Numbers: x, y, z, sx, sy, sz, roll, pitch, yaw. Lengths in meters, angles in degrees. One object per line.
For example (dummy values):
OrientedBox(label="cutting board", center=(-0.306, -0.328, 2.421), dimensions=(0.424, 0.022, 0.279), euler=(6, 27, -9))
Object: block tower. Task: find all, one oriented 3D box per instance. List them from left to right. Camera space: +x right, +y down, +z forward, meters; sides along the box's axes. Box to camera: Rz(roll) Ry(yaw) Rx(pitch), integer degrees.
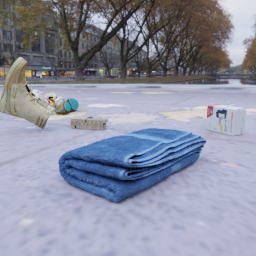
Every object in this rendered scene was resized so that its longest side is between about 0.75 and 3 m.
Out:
OrientedBox(label="block tower", center=(-1.197, -0.133, 8.486), dimensions=(1.148, 0.332, 0.310), euler=(1, 11, 17))

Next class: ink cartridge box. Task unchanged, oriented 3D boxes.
OrientedBox(label="ink cartridge box", center=(2.738, -0.240, 7.899), dimensions=(0.421, 0.741, 1.017), euler=(-6, 13, -29))

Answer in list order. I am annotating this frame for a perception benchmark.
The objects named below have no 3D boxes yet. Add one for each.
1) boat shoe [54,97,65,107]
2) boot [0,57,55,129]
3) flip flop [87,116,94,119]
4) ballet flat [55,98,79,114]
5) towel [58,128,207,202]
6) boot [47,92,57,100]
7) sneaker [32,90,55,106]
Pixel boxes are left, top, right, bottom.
OrientedBox(label="boat shoe", center=(-3.388, -1.197, 13.825), dimensions=(0.439, 0.509, 1.414), euler=(23, 17, 1))
OrientedBox(label="boot", center=(-2.690, -0.902, 7.794), dimensions=(1.443, 1.856, 0.676), euler=(25, 31, -8))
OrientedBox(label="flip flop", center=(-1.283, -0.227, 8.955), dimensions=(1.085, 0.312, 0.440), euler=(5, 12, 25))
OrientedBox(label="ballet flat", center=(-2.665, -0.882, 11.984), dimensions=(0.658, 0.617, 1.818), euler=(-17, 12, 10))
OrientedBox(label="towel", center=(0.188, 0.422, 4.804), dimensions=(1.427, 0.620, 2.556), euler=(7, 13, 37))
OrientedBox(label="boot", center=(-4.891, -1.796, 16.527), dimensions=(1.169, 0.547, 1.504), euler=(-6, 16, -25))
OrientedBox(label="sneaker", center=(-3.675, -1.050, 12.042), dimensions=(0.992, 0.939, 2.414), euler=(1, 19, -19))
